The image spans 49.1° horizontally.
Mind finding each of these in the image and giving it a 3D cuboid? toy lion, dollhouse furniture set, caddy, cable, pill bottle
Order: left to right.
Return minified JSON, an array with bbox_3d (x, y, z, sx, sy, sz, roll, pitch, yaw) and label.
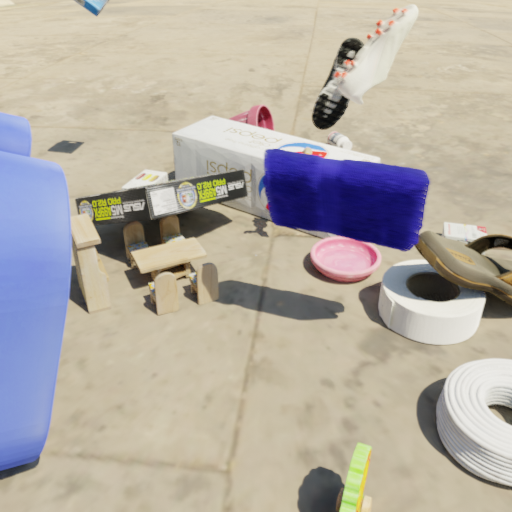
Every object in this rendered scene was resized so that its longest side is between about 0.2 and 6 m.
[{"bbox_3d":[-3.811,0.434,6.156,2.519,4.798,3.392,-2,29,-36],"label":"caddy"},{"bbox_3d":[-1.996,-0.070,9.721,2.179,1.418,2.001,-14,35,-21],"label":"dollhouse furniture set"},{"bbox_3d":[2.324,-3.138,15.507,0.423,0.423,0.708,-16,37,-23],"label":"pill bottle"},{"bbox_3d":[0.999,2.582,5.857,0.382,1.065,1.111,12,35,18],"label":"toy lion"},{"bbox_3d":[3.226,2.063,7.087,1.790,0.620,1.791,17,36,24],"label":"cable"}]

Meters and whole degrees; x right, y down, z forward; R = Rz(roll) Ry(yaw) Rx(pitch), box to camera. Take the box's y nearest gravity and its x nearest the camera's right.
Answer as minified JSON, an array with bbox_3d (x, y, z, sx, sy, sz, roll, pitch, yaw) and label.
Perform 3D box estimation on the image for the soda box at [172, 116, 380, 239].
[{"bbox_3d":[0.322,-1.813,12.456,4.533,1.443,1.544,21,38,29],"label":"soda box"}]

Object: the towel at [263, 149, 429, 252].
[{"bbox_3d":[1.174,-0.703,7.600,2.156,1.592,0.534,10,65,17],"label":"towel"}]

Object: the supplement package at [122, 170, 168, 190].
[{"bbox_3d":[-2.493,-1.469,12.709,0.606,0.584,1.066,10,33,16],"label":"supplement package"}]

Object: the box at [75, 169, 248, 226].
[{"bbox_3d":[-1.805,-1.160,11.072,2.150,0.594,2.684,-3,12,39],"label":"box"}]

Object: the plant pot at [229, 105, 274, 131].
[{"bbox_3d":[-0.187,-3.562,15.642,1.049,1.172,1.172,-3,29,26],"label":"plant pot"}]

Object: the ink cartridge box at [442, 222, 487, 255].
[{"bbox_3d":[4.147,-0.357,11.182,0.817,0.338,0.595,8,33,13],"label":"ink cartridge box"}]

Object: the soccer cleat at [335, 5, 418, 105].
[{"bbox_3d":[2.543,-4.104,11.435,0.845,2.177,0.754,38,10,-25],"label":"soccer cleat"}]

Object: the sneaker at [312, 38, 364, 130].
[{"bbox_3d":[1.981,-4.033,13.119,0.749,2.254,1.020,24,33,3],"label":"sneaker"}]

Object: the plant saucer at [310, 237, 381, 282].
[{"bbox_3d":[1.665,0.090,10.489,1.306,0.331,1.306,0,33,0],"label":"plant saucer"}]

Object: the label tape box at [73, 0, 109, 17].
[{"bbox_3d":[-3.486,-5.782,12.150,0.681,0.299,0.944,32,70,-15],"label":"label tape box"}]

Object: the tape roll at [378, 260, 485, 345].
[{"bbox_3d":[2.859,0.729,9.237,1.657,0.580,1.657,0,33,0],"label":"tape roll"}]

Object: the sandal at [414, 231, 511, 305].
[{"bbox_3d":[3.904,0.053,9.123,3.243,0.885,1.325,18,26,-29],"label":"sandal"}]

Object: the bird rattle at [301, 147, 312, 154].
[{"bbox_3d":[0.845,-1.691,10.510,0.506,0.732,0.898,32,25,-2],"label":"bird rattle"}]
